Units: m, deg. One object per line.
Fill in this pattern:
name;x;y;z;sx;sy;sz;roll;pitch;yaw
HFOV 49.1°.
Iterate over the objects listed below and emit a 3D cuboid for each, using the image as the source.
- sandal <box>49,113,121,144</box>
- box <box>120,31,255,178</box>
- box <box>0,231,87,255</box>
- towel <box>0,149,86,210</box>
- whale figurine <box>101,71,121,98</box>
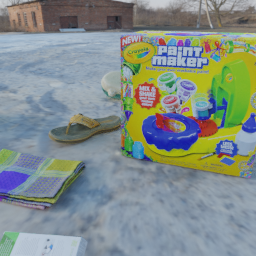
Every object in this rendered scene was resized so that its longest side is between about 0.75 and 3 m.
sandal;-1.133;-0.130;7.698;2.265;0.612;0.910;-17;28;-35
box;1.436;-0.701;6.296;2.842;2.737;1.734;7;23;19
box;-1.110;1.659;3.238;1.155;0.210;0.833;-3;48;19
towel;-2.076;0.931;5.643;2.170;0.247;1.558;7;24;16
whale figurine;-0.251;-1.457;10.821;1.702;0.883;1.354;34;54;19
